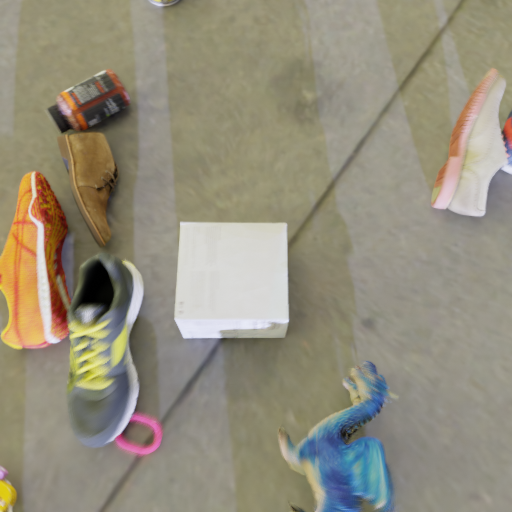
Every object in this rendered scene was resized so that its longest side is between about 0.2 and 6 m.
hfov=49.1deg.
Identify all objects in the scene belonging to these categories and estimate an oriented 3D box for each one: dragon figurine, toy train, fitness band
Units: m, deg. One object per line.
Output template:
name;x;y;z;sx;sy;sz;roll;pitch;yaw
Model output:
dragon figurine;1.245;2.889;7.097;1.642;0.972;3.303;-13;50;5
toy train;-3.759;3.588;7.476;1.326;0.491;1.766;-30;69;-10
fitness band;-1.692;2.559;8.041;0.667;0.125;0.479;15;70;7

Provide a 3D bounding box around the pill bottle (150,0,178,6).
pill bottle;-1.803;-5.440;10.495;0.740;1.322;0.740;0;69;0

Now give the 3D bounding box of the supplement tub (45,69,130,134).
supplement tub;-2.935;-2.645;9.739;1.343;0.718;0.718;-32;72;-12

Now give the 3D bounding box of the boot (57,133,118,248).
boot;-2.613;-1.167;9.171;0.825;0.805;2.188;-16;67;-13

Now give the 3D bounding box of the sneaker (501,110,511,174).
sneaker;4.983;-2.660;9.517;1.013;1.142;2.703;27;71;10

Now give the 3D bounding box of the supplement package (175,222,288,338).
supplement package;-0.332;0.392;8.325;1.557;1.145;1.489;1;69;0

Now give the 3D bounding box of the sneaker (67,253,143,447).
sneaker;-2.296;1.239;7.906;1.027;1.167;2.757;-4;69;7

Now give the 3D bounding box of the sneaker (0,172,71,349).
sneaker;-3.525;-0.020;8.582;1.113;1.053;2.886;-11;66;6

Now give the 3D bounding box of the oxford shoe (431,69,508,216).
oxford shoe;3.713;-1.831;9.270;0.923;0.885;2.501;20;88;6
